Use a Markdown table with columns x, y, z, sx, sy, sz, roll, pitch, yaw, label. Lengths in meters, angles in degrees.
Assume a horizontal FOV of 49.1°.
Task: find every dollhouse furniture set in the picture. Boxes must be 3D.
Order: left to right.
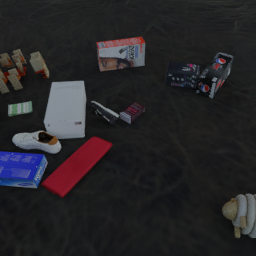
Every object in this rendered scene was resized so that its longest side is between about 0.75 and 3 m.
| x | y | z | sx | sy | sz | roll | pitch | yaw | label |
| --- | --- | --- | --- | --- | --- | --- | --- | --- | --- |
| -4.640 | -2.464 | 12.248 | 2.051 | 1.068 | 2.073 | -16 | 45 | 0 | dollhouse furniture set |

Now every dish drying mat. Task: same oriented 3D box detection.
| x | y | z | sx | sy | sz | roll | pitch | yaw | label |
| --- | --- | --- | --- | --- | --- | --- | --- | --- | --- |
| -1.550 | 1.151 | 8.886 | 0.926 | 0.219 | 2.412 | 22 | 49 | 28 | dish drying mat |

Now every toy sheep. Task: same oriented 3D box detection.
| x | y | z | sx | sy | sz | roll | pitch | yaw | label |
| --- | --- | --- | --- | --- | --- | --- | --- | --- | --- |
| 3.284 | 2.268 | 7.139 | 1.737 | 1.197 | 1.197 | 14 | 46 | 6 | toy sheep |

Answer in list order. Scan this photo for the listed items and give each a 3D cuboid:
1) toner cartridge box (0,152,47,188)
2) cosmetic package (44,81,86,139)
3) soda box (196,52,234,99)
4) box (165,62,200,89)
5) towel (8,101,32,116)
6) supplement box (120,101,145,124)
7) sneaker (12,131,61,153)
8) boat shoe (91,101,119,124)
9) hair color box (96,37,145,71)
| x | y | z | sx | sy | sz | roll | pitch | yaw | label |
| --- | --- | --- | --- | --- | --- | --- | --- | --- | --- |
| -3.634 | 1.245 | 8.562 | 2.057 | 0.444 | 0.977 | 3 | 46 | 8 | toner cartridge box |
| -2.231 | -0.710 | 10.301 | 1.295 | 0.931 | 2.294 | -2 | 46 | -2 | cosmetic package |
| 3.740 | -2.291 | 11.950 | 0.762 | 0.851 | 2.405 | 23 | 49 | 25 | soda box |
| 2.341 | -2.274 | 12.027 | 1.363 | 0.723 | 0.833 | 9 | 45 | 10 | box |
| -4.207 | -0.766 | 10.935 | 0.887 | 0.104 | 0.677 | -12 | 45 | -12 | towel |
| 0.175 | -0.598 | 10.632 | 0.502 | 0.281 | 0.923 | 31 | 53 | 29 | supplement box |
| -3.108 | 0.312 | 9.381 | 1.759 | 0.745 | 0.641 | 8 | 46 | 12 | sneaker |
| -0.949 | -0.578 | 10.489 | 1.483 | 0.548 | 0.447 | 30 | 89 | 35 | boat shoe |
| -0.317 | -3.377 | 12.832 | 2.123 | 1.177 | 0.679 | -10 | 45 | -9 | hair color box |
